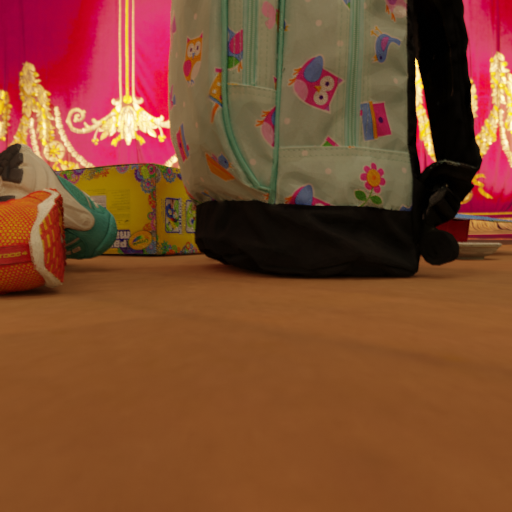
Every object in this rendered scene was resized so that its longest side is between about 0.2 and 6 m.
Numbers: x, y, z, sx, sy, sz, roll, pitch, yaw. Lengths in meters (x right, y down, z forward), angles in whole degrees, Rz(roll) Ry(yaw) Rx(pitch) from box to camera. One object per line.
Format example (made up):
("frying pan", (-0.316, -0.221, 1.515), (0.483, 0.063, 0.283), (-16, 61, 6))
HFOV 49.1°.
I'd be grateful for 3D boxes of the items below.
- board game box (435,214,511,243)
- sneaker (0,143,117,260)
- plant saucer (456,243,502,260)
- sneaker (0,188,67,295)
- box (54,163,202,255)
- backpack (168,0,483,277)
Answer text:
("board game box", (2.876, -0.481, 11.378), (3.828, 0.943, 4.845), (4, 7, -6))
("sneaker", (-2.699, -0.288, 6.379), (1.310, 1.275, 3.290), (29, -16, -35))
("plant saucer", (3.044, -0.069, 8.176), (0.991, 0.249, 0.991), (0, 3, 0))
("sneaker", (-1.770, -0.138, 4.022), (0.784, 0.742, 2.033), (-5, 2, -16))
("box", (-2.101, -0.782, 10.307), (2.445, 1.492, 2.355), (0, 2, 28))
("backpack", (0.349, -1.806, 5.584), (2.470, 3.903, 3.257), (-1, 4, -24))
